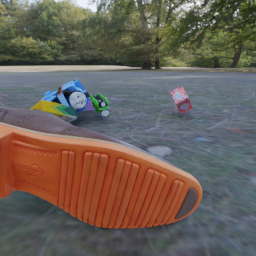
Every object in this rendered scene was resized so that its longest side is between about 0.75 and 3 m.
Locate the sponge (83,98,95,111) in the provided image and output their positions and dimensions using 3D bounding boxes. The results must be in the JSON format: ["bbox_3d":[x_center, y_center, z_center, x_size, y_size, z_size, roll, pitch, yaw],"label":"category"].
[{"bbox_3d":[-1.472,-0.795,9.316,0.796,0.444,0.119,-6,26,-14],"label":"sponge"}]

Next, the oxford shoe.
[{"bbox_3d":[-0.537,0.257,2.855,2.640,0.941,0.962,17,28,-5],"label":"oxford shoe"}]

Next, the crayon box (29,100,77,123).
[{"bbox_3d":[-1.637,-0.290,5.788,0.624,0.250,0.983,-25,-25,37],"label":"crayon box"}]

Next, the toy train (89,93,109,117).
[{"bbox_3d":[-0.833,-0.684,8.140,0.376,0.508,1.802,-13,16,-11],"label":"toy train"}]

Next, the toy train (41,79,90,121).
[{"bbox_3d":[-1.643,-0.729,7.537,1.200,0.911,2.101,-30,18,-4],"label":"toy train"}]

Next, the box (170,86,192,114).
[{"bbox_3d":[1.612,-0.823,8.436,0.416,0.451,0.879,-28,-25,10],"label":"box"}]
